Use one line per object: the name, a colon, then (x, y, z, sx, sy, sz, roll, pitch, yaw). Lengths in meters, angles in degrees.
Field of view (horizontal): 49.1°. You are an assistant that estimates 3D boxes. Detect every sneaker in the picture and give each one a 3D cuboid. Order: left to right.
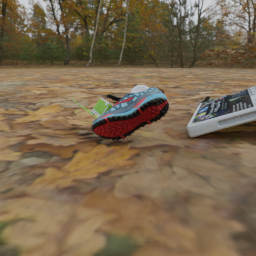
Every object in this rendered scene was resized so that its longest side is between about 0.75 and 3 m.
sneaker: (0.028, -0.334, 6.074, 1.738, 0.689, 0.830, -21, 37, 11)
sneaker: (2.746, -0.811, 10.102, 0.304, 0.353, 0.834, 29, 48, 27)

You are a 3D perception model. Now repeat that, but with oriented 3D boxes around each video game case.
video game case: (3.020, -0.621, 7.186, 2.669, 0.343, 2.936, -17, 9, 24)

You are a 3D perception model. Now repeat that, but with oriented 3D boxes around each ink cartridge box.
ink cartridge box: (-0.706, -0.497, 6.921, 1.321, 0.500, 0.976, 36, 0, -23)

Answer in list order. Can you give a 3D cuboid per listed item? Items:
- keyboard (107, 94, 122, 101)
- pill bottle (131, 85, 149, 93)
keyboard: (-0.204, -1.042, 10.664, 1.224, 0.198, 1.926, 14, 4, -34)
pill bottle: (0.422, -0.757, 8.116, 0.616, 0.616, 1.159, 2, -14, 8)
